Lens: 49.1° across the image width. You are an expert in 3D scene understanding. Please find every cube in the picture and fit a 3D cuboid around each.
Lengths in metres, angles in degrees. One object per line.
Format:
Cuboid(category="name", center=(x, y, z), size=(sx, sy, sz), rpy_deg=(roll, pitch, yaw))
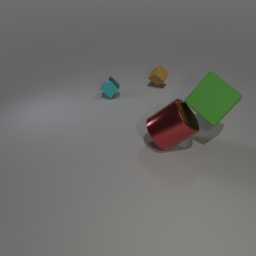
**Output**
Cuboid(category="cube", center=(-0.894, -2.084, 14.207), size=(0.700, 0.700, 0.700), rpy_deg=(41, 22, -16))
Cuboid(category="cube", center=(1.670, -2.867, 15.321), size=(0.700, 0.700, 0.700), rpy_deg=(-21, 37, 58))
Cuboid(category="cube", center=(3.114, -1.034, 10.240), size=(1.400, 1.400, 1.400), rpy_deg=(43, 15, 13))

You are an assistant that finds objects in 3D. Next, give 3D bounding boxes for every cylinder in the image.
Cuboid(category="cylinder", center=(1.608, -0.115, 10.116), size=(1.400, 1.400, 1.400), rpy_deg=(-34, 18, 28))
